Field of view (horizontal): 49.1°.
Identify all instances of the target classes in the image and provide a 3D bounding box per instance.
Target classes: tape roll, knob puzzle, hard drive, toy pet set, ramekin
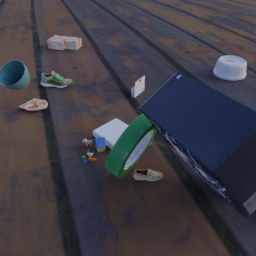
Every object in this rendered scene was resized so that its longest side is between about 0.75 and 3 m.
[{"bbox_3d":[0.137,0.499,7.842,0.462,1.920,1.920,36,46,14],"label":"tape roll"},{"bbox_3d":[-3.747,-0.974,11.415,1.133,0.157,1.133,0,29,0],"label":"knob puzzle"},{"bbox_3d":[-0.232,0.326,9.599,1.149,0.229,1.742,-31,46,-33],"label":"hard drive"},{"bbox_3d":[-1.128,0.593,9.059,0.844,0.480,0.904,-12,38,-16],"label":"toy pet set"},{"bbox_3d":[5.092,-3.018,13.865,1.608,0.749,1.608,0,36,0],"label":"ramekin"}]

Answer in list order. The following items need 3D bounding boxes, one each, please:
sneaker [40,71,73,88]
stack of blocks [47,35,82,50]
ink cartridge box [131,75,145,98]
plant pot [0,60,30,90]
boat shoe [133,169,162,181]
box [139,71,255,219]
[{"bbox_3d":[-3.305,-2.266,12.868,1.556,0.689,0.598,0,36,0],"label":"sneaker"},{"bbox_3d":[-3.854,-5.173,17.067,1.786,0.523,1.028,10,37,12],"label":"stack of blocks"},{"bbox_3d":[0.446,-1.836,12.217,0.191,0.754,0.855,20,40,26],"label":"ink cartridge box"},{"bbox_3d":[-4.355,-1.957,11.023,1.158,0.780,1.158,-5,68,13],"label":"plant pot"},{"bbox_3d":[0.585,1.343,8.166,0.860,0.297,0.317,-2,36,-3],"label":"boat shoe"},{"bbox_3d":[1.923,0.330,6.499,1.388,2.428,2.667,-43,40,-1],"label":"box"}]
